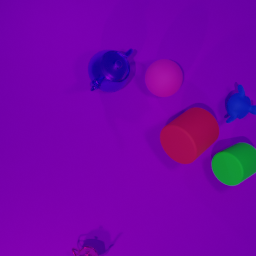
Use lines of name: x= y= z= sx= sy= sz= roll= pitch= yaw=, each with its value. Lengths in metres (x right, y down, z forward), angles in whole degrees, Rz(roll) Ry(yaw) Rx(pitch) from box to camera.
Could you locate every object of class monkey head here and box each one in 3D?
monkey head: x=3.075 y=-0.579 z=7.545 sx=0.657 sy=0.785 sz=1.091 roll=14 pitch=96 yaw=-27

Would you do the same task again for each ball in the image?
ball: x=1.014 y=-1.409 z=7.932 sx=1.057 sy=1.057 sz=1.057 roll=0 pitch=81 yaw=0

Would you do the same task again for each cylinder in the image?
cylinder: x=2.852 y=0.936 z=7.392 sx=0.910 sy=0.910 sz=0.910 roll=-17 pitch=79 yaw=-36
cylinder: x=1.626 y=0.190 z=7.403 sx=1.141 sy=1.141 sz=1.141 roll=-33 pitch=81 yaw=-35

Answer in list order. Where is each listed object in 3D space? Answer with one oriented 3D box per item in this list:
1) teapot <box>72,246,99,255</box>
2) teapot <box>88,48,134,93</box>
teapot: x=-1.023 y=3.385 z=7.266 sx=1.061 sy=0.660 sz=0.520 roll=16 pitch=116 yaw=22
teapot: x=-0.502 y=-1.604 z=7.852 sx=1.233 sy=0.971 sz=1.984 roll=48 pitch=64 yaw=-15
